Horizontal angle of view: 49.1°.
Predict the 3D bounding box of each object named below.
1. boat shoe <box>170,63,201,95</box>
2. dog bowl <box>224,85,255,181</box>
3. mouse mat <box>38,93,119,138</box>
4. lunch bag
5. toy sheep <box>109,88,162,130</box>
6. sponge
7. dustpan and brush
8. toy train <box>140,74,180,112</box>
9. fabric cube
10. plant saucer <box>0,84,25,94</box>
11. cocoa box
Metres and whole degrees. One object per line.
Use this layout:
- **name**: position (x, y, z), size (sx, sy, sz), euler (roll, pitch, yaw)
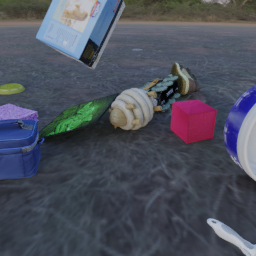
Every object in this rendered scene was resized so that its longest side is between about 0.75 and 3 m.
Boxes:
- **boat shoe**: position (2.480, -2.130, 12.326), size (0.940, 1.022, 2.860), euler (8, 26, -5)
- **dog bowl**: position (3.212, 0.106, 5.883), size (2.202, 2.202, 0.867), euler (-4, 20, -9)
- **mouse mat**: position (-1.523, -0.416, 8.717), size (2.177, 0.102, 2.706), euler (-14, 21, 19)
- **lunch bag**: position (-2.843, 0.403, 6.485), size (1.784, 1.180, 1.212), euler (-5, 25, -9)
- **toy sheep**: position (0.235, -0.609, 8.569), size (1.983, 1.367, 1.367), euler (-28, 36, -33)
- **sponge**: position (-4.273, -0.090, 8.484), size (1.497, 0.400, 2.684), euler (17, 30, 32)
- **dustpan and brush**: position (1.938, 1.942, 3.914), size (1.341, 0.550, 1.921), euler (-23, 33, -40)
- **toy train**: position (1.077, -1.301, 10.546), size (1.375, 1.028, 2.413), euler (-1, 24, 29)
- **fabric cube**: position (1.890, -0.220, 8.153), size (0.939, 0.921, 0.936), euler (-8, 26, -19)
- **plant saucer**: position (-5.187, -1.749, 12.334), size (1.219, 0.189, 1.219), euler (0, 24, 0)
- **cocoa box**: position (-1.567, -3.732, 9.739), size (1.787, 2.680, 1.759), euler (28, 6, 9)
